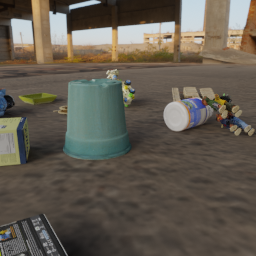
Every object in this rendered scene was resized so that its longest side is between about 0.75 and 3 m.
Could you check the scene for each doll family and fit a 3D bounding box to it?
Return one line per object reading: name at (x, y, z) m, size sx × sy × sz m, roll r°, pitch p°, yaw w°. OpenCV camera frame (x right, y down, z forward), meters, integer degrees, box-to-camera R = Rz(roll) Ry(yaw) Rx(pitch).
doll family at (2.790, -0.391, 7.929) m, size 0.731 × 1.862 × 1.076 m, roll -41°, pitch 31°, yaw -1°

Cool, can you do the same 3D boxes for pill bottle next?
pill bottle at (1.948, -0.473, 8.740) m, size 1.607 × 0.901 × 0.901 m, roll -15°, pitch 22°, yaw -41°

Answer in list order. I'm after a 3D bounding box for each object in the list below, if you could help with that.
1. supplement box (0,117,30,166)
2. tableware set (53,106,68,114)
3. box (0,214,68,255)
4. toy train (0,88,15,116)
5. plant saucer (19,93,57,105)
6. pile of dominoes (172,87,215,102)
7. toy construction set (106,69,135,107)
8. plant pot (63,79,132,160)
supplement box at (-2.878, 0.287, 6.277) m, size 1.173 × 0.788 × 1.174 m, roll -4°, pitch 16°, yaw -14°
tableware set at (-1.948, -0.849, 11.048) m, size 1.741 × 0.349 × 1.151 m, roll -15°, pitch 22°, yaw -43°
box at (-1.219, 1.572, 2.499) m, size 1.475 × 0.408 × 1.842 m, roll -10°, pitch 19°, yaw -30°
toy train at (-5.114, -0.823, 9.799) m, size 1.463 × 1.110 × 2.561 m, roll 13°, pitch 17°, yaw 13°
plant saucer at (-4.103, -1.326, 12.796) m, size 1.279 × 0.306 × 1.277 m, roll 15°, pitch 22°, yaw 41°
pile of dominoes at (3.167, -1.431, 13.488) m, size 2.028 × 0.414 × 2.601 m, roll 2°, pitch 24°, yaw 6°
toy construction set at (-0.335, -1.626, 11.852) m, size 1.174 × 1.790 × 0.825 m, roll -5°, pitch -25°, yaw -24°
plant pot at (-0.769, -0.306, 6.800) m, size 1.695 × 1.660 × 1.695 m, roll -1°, pitch 16°, yaw 0°
